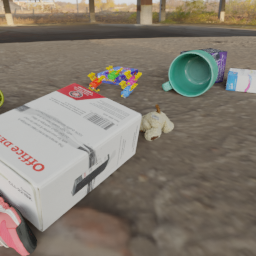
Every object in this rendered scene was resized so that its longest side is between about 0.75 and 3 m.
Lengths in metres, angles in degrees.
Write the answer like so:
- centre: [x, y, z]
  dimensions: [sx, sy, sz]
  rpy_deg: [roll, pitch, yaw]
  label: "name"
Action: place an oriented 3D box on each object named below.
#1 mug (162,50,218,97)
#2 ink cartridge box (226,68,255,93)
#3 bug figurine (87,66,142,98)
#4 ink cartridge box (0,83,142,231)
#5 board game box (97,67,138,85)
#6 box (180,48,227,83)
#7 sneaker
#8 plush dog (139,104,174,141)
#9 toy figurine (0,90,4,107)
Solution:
- centre: [2.523, -2.262, 11.297]
  dimensions: [2.117, 1.740, 1.309]
  rpy_deg: [14, 26, 27]
  label: "mug"
- centre: [5.175, -2.014, 11.946]
  dimensions: [1.750, 0.741, 1.265]
  rpy_deg: [9, 26, 22]
  label: "ink cartridge box"
- centre: [-0.466, -1.920, 11.724]
  dimensions: [2.284, 0.588, 1.771]
  rpy_deg: [19, 44, 27]
  label: "bug figurine"
- centre: [-1.374, 0.332, 5.704]
  dimensions: [2.038, 1.182, 2.824]
  rpy_deg: [27, 39, 25]
  label: "ink cartridge box"
- centre: [-0.465, -2.540, 13.497]
  dimensions: [1.195, 0.398, 1.778]
  rpy_deg: [14, 28, 28]
  label: "board game box"
- centre: [3.384, -2.780, 12.777]
  dimensions: [1.973, 1.460, 1.029]
  rpy_deg: [-15, 29, -26]
  label: "box"
- centre: [-2.131, 1.604, 4.442]
  dimensions: [1.834, 0.676, 0.795]
  rpy_deg: [18, 44, 40]
  label: "sneaker"
- centre: [0.616, -0.152, 8.003]
  dimensions: [0.962, 0.899, 1.120]
  rpy_deg: [-12, 9, 44]
  label: "plush dog"
- centre: [-5.101, -1.001, 8.828]
  dimensions: [2.944, 1.553, 1.764]
  rpy_deg: [-9, -5, -1]
  label: "toy figurine"
